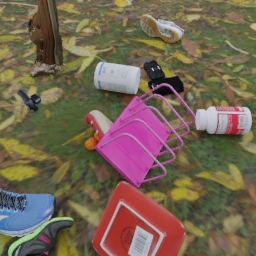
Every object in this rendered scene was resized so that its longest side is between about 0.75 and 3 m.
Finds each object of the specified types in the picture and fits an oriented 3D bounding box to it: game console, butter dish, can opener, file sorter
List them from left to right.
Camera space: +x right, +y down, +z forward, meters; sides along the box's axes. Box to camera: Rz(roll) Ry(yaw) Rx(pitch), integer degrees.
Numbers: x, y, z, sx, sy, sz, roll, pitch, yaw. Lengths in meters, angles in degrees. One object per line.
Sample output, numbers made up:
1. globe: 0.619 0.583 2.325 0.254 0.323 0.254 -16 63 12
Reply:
1. can opener: -3.127 -0.876 8.801 0.520 0.419 1.321 -36 40 -24
2. butter dish: 0.438 2.473 6.627 1.963 1.968 1.455 30 13 33
3. file sorter: 0.660 0.139 8.229 1.740 1.570 2.504 47 50 -13
4. game console: 1.374 -2.194 11.910 1.340 0.274 2.272 -12 49 -12

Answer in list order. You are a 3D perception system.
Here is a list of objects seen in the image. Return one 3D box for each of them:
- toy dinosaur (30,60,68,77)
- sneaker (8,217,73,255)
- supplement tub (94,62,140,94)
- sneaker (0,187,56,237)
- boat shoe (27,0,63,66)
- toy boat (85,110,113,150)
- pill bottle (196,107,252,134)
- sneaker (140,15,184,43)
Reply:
1. toy dinosaur: -3.466 -2.742 12.211 1.599 0.686 1.084 -25 26 -38
2. sneaker: -2.050 2.799 6.913 1.656 0.636 0.694 -30 66 -19
3. supplement tub: -0.415 -1.977 11.118 1.645 1.086 1.086 11 47 9
4. sneaker: -3.209 2.056 7.077 2.700 1.203 1.060 -7 40 -8
5. boat shoe: -2.573 -2.917 8.499 0.979 2.881 1.036 -2 59 -9
6. toy boat: -0.940 0.269 9.136 1.123 1.121 1.718 -39 52 5
7. pill bottle: 3.217 -0.260 9.559 1.669 0.937 0.937 1 46 1
8. sneaker: 1.752 -5.136 14.445 2.425 0.917 1.063 37 48 20
